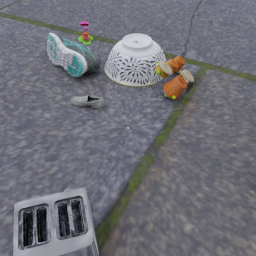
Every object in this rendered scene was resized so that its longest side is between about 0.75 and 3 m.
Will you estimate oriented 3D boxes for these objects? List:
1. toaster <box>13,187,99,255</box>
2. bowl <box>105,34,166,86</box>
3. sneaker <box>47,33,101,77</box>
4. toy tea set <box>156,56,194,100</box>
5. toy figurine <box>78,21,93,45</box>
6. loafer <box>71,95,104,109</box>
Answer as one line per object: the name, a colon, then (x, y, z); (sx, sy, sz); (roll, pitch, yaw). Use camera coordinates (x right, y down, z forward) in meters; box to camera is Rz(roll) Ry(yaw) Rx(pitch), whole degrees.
toaster: (-1.469, 2.162, 5.725); (1.542, 1.012, 1.705); (-11, 46, -9)
bowl: (0.332, -2.803, 10.693); (2.547, 1.195, 2.547); (-1, 44, 1)
sneaker: (-2.175, -2.914, 11.105); (1.329, 1.130, 2.914); (-17, 48, -39)
toy tea set: (1.596, -1.805, 10.024); (1.325, 0.825, 2.228); (49, 35, 1)
toy figurine: (-1.910, -4.292, 12.482); (0.672, 0.824, 0.896); (-10, 46, -10)
loafer: (-1.350, -0.931, 9.332); (1.148, 0.401, 0.401); (6, 45, 7)
